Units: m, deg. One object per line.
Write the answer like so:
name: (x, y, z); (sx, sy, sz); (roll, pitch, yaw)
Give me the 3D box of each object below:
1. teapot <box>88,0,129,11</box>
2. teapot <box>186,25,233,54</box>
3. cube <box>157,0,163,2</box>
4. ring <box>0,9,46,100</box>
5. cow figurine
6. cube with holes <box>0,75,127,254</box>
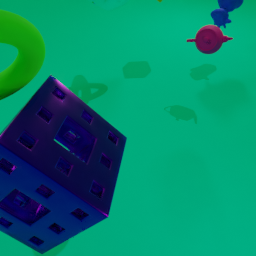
teapot: (-0.302, -1.944, 3.859); (0.706, 0.556, 1.136); (42, 36, -14)
teapot: (2.098, -2.269, 7.196); (1.189, 0.739, 0.582); (6, 18, 27)
cube: (1.033, -4.481, 8.583); (0.710, 0.710, 0.710); (33, 76, -17)
ring: (-1.256, -0.517, 2.334); (1.178, 1.178, 0.236); (-25, 79, -23)
cow figurine: (3.127, -3.768, 8.739); (1.227, 1.208, 0.674); (-19, 22, -27)
cube with holes: (-0.892, 0.409, 3.062); (1.152, 1.152, 1.152); (40, 33, -19)
